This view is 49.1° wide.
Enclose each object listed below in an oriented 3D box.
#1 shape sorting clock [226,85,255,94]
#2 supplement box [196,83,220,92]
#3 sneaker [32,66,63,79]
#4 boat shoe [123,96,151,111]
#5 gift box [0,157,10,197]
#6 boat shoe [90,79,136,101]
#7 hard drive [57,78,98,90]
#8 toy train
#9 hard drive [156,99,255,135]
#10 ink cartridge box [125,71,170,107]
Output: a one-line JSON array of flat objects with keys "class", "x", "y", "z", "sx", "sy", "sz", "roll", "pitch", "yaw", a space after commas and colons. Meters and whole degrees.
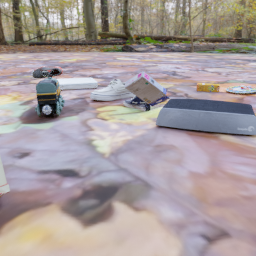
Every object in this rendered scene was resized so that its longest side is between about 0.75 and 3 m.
[{"class": "shape sorting clock", "x": 5.745, "y": -1.960, "z": 14.126, "sx": 1.544, "sy": 0.303, "sz": 1.544, "roll": 0, "pitch": 18, "yaw": 0}, {"class": "supplement box", "x": 4.103, "y": -2.071, "z": 14.348, "sx": 1.136, "sy": 0.378, "sz": 0.391, "roll": 4, "pitch": 19, "yaw": 15}, {"class": "sneaker", "x": -2.934, "y": -2.019, "z": 10.155, "sx": 1.100, "sy": 0.424, "sz": 0.450, "roll": -13, "pitch": 21, "yaw": -9}, {"class": "boat shoe", "x": 0.354, "y": -1.107, "z": 11.038, "sx": 1.363, "sy": 0.632, "sz": 0.509, "roll": 17, "pitch": 25, "yaw": 40}, {"class": "gift box", "x": -2.526, "y": 0.908, "z": 4.659, "sx": 0.874, "sy": 0.816, "sz": 0.807, "roll": -4, "pitch": 9, "yaw": 43}, {"class": "boat shoe", "x": -0.490, "y": -1.779, "z": 12.690, "sx": 2.610, "sy": 0.858, "sz": 0.939, "roll": -9, "pitch": 20, "yaw": -25}, {"class": "hard drive", "x": -3.232, "y": -2.437, "z": 15.446, "sx": 2.816, "sy": 0.376, "sz": 1.857, "roll": -5, "pitch": 19, "yaw": -16}, {"class": "toy train", "x": -2.865, "y": -1.204, "z": 10.311, "sx": 0.950, "sy": 1.270, "sz": 2.229, "roll": -2, "pitch": 19, "yaw": -7}, {"class": "hard drive", "x": 2.535, "y": -0.438, "z": 9.018, "sx": 2.973, "sy": 0.629, "sz": 2.005, "roll": 6, "pitch": 19, "yaw": 18}, {"class": "ink cartridge box", "x": 0.558, "y": -1.056, "z": 7.824, "sx": 1.174, "sy": 0.246, "sz": 0.701, "roll": 33, "pitch": -41, "yaw": -33}]
